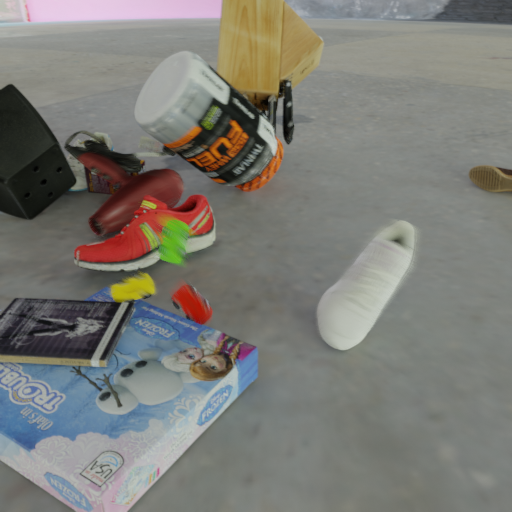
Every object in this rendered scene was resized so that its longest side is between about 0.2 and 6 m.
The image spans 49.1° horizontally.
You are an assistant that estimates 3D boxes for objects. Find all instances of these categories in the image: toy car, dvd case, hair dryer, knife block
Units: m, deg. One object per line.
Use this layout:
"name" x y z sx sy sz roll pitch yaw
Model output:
"toy car" -1.087 0.153 7.108 1.307 1.230 0.292 14 6 1
"dvd case" -2.322 0.864 6.536 1.553 0.124 1.155 1 28 4
"hair dryer" -2.615 -1.410 10.897 2.390 0.852 3.138 -1 40 -3
"knife block" -0.417 -4.280 13.140 3.634 4.140 1.325 -41 -4 -3

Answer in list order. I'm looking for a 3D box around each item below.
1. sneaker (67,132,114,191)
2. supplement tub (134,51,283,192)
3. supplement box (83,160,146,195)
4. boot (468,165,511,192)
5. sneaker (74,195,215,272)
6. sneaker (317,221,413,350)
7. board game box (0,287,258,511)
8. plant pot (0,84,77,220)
"sneaker" -3.825 -2.040 12.257 0.831 0.878 2.173 7 30 10
"supplement tub" -0.833 -2.524 11.075 2.800 1.715 1.715 32 6 -39
"supplement box" -2.944 -1.674 11.775 1.189 0.656 0.509 7 33 12
"boot" 5.483 -1.651 12.117 1.457 0.527 1.212 22 23 37
"sneaker" -1.808 -0.444 9.033 2.434 1.033 0.937 -20 24 -31
"sneaker" 1.457 0.309 7.396 0.758 1.009 2.025 32 61 10
"board game box" -1.659 1.410 6.227 2.466 0.535 2.454 17 33 28
"plant pot" -4.515 -1.758 10.596 1.602 1.806 1.802 36 66 20
